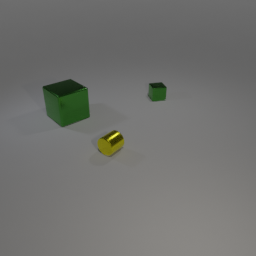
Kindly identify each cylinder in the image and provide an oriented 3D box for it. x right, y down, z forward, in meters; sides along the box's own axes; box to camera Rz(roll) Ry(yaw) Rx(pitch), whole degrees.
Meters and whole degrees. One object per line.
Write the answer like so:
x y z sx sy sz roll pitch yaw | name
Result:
-0.604 0.525 9.913 0.700 0.700 0.700 21 37 32 | cylinder

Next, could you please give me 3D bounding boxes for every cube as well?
-2.619 -1.108 11.967 1.400 1.400 1.400 -24 38 -34 | cube
1.445 -1.785 13.798 0.700 0.700 0.700 -7 31 -12 | cube
